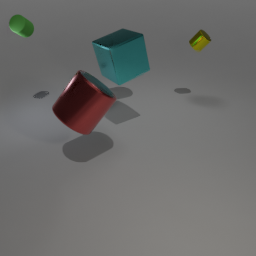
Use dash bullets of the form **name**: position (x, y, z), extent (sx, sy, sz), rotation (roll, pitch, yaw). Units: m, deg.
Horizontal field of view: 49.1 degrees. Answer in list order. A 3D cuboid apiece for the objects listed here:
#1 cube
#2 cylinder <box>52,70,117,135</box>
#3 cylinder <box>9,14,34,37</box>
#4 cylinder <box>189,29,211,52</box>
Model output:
- **cube**: position (-0.246, -2.615, 10.189), extent (1.400, 1.400, 1.400), rotation (-29, 38, -18)
- **cylinder**: position (-1.292, -0.756, 8.347), extent (1.400, 1.400, 1.400), rotation (37, 13, -10)
- **cylinder**: position (-4.239, -4.063, 11.187), extent (0.700, 0.700, 0.700), rotation (6, 2, 10)
- **cylinder**: position (3.191, -3.857, 12.402), extent (0.700, 0.700, 0.700), rotation (25, 43, -26)
